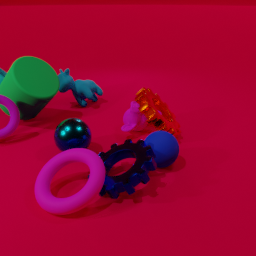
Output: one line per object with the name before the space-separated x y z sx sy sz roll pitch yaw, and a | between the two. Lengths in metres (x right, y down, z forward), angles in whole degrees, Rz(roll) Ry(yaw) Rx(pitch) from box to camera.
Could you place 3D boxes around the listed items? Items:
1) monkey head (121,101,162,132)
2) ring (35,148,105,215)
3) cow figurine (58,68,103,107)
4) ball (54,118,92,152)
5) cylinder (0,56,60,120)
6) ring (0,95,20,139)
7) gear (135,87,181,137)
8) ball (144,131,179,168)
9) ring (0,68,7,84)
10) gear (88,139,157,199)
monkey head | 0.398 -0.266 7.907 1.010 0.846 1.405 24 24 23
ring | -1.119 0.983 5.387 1.424 0.285 1.424 -11 45 11
cow figurine | -1.726 -1.453 9.712 1.437 0.802 1.461 50 34 3
ball | -1.338 0.207 6.815 0.907 0.907 0.907 0 26 0
cylinder | -2.959 -1.146 8.276 1.400 1.400 1.400 -34 0 41
ring | -3.398 -0.284 7.176 1.174 1.174 0.235 -12 9 -23
gear | 0.828 -0.409 7.618 0.289 1.563 1.563 -39 15 23
ball | 0.742 0.482 6.371 0.840 0.840 0.840 0 26 0
ring | -4.233 -1.643 9.564 0.346 1.731 1.731 -50 37 0
gear | -0.126 0.790 5.735 1.416 0.262 1.416 -19 32 13
